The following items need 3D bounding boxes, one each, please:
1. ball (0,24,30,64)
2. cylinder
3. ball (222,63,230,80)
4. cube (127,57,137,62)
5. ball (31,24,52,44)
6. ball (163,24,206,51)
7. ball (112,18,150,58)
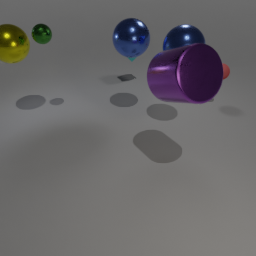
[{"bbox_3d":[-4.335,-3.081,10.280,1.400,1.400,1.400,0,32,0],"label":"ball"},{"bbox_3d":[1.406,-1.335,7.098,1.400,1.400,1.400,-16,13,-23],"label":"cylinder"},{"bbox_3d":[4.013,-2.418,12.034,0.700,0.700,0.700,0,32,0],"label":"ball"},{"bbox_3d":[0.112,-3.929,14.143,0.700,0.700,0.700,29,22,-54],"label":"cube"},{"bbox_3d":[-3.053,-3.332,9.930,0.700,0.700,0.700,0,32,0],"label":"ball"},{"bbox_3d":[1.850,-2.685,9.264,1.400,1.400,1.400,0,32,0],"label":"ball"},{"bbox_3d":[0.121,-3.309,10.329,1.400,1.400,1.400,0,32,0],"label":"ball"}]
